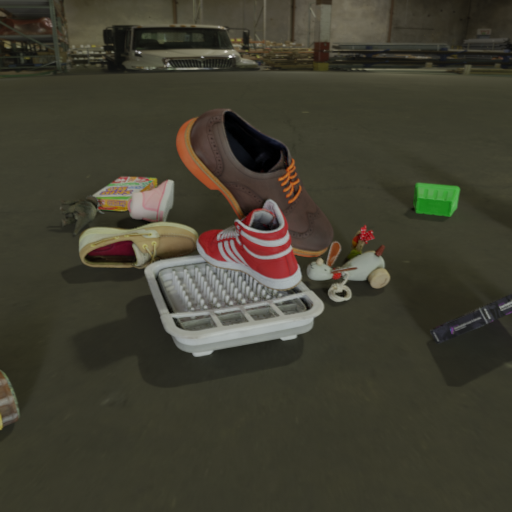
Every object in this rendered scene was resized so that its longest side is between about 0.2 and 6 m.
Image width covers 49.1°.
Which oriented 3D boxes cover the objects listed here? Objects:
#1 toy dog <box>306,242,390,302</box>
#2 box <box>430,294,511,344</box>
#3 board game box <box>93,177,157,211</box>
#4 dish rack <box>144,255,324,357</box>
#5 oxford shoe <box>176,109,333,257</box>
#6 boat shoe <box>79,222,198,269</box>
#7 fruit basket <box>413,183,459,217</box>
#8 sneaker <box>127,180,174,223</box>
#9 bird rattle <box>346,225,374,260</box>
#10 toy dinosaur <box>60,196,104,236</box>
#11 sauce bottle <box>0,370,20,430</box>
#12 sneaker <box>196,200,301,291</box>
[{"bbox_3d":[1.735,0.127,9.976,1.530,0.737,1.009,-15,42,-33],"label":"toy dog"},{"bbox_3d":[3.472,0.858,8.374,1.483,0.268,1.060,-14,-17,-30],"label":"box"},{"bbox_3d":[-3.559,-1.676,14.975,1.092,0.343,2.285,4,26,10],"label":"board game box"},{"bbox_3d":[-0.452,0.713,9.069,2.393,0.607,2.789,-9,25,-17],"label":"dish rack"},{"bbox_3d":[0.264,-1.104,9.368,1.243,3.427,1.220,-13,48,51],"label":"oxford shoe"},{"bbox_3d":[-2.251,-0.105,10.836,2.303,0.852,0.765,-5,36,-7],"label":"boat shoe"},{"bbox_3d":[4.493,-1.472,13.999,1.139,0.822,1.139,-4,40,4],"label":"fruit basket"},{"bbox_3d":[-2.577,-1.392,13.736,0.999,0.719,1.911,5,28,-1],"label":"sneaker"},{"bbox_3d":[2.026,-0.268,11.110,0.432,0.766,0.625,7,19,-6],"label":"bird rattle"},{"bbox_3d":[-4.060,-1.024,13.014,0.877,0.660,1.715,-11,22,-9],"label":"toy dinosaur"},{"bbox_3d":[-3.796,1.957,6.095,2.229,0.721,0.721,-20,31,-38],"label":"sauce bottle"},{"bbox_3d":[-0.247,-0.361,9.191,2.283,1.284,0.813,21,46,41],"label":"sneaker"}]
